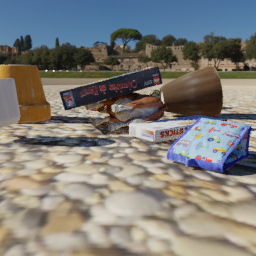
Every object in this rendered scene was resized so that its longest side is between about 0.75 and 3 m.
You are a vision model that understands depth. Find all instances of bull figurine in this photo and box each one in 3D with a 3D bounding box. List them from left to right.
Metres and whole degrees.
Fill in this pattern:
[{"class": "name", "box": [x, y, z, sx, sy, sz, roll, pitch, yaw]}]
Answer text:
[{"class": "bull figurine", "box": [-0.136, -0.523, 8.101, 1.706, 0.915, 2.810, -18, 10, -29]}]

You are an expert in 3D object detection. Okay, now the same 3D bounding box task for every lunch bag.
[{"class": "lunch bag", "box": [1.349, 0.329, 4.729, 0.980, 0.613, 1.302, 12, 25, 40]}]

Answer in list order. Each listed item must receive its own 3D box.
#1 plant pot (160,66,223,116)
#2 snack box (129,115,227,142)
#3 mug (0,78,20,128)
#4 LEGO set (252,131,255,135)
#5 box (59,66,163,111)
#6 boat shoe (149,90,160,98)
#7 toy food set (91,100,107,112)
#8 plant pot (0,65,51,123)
[{"class": "plant pot", "box": [2.158, -1.177, 10.074, 1.916, 1.790, 1.790, -10, 11, 0]}, {"class": "snack box", "box": [1.346, -0.035, 7.118, 2.629, 0.320, 0.945, -8, 13, -36]}, {"class": "mug", "box": [-2.919, -0.510, 6.356, 0.970, 0.994, 1.211, -18, 7, -15]}, {"class": "LEGO set", "box": [4.195, 0.238, 5.761, 1.932, 0.635, 2.586, -2, -1, -12]}, {"class": "box", "box": [-0.599, -1.143, 8.054, 2.708, 0.510, 1.849, -17, 10, -12]}, {"class": "boat shoe", "box": [1.465, -1.735, 15.398, 0.785, 0.663, 2.203, 1, 11, 7]}, {"class": "toy food set", "box": [-0.955, -0.861, 11.744, 1.393, 0.345, 2.192, -6, 20, -29]}, {"class": "plant pot", "box": [-3.598, -1.176, 9.300, 1.934, 1.771, 1.934, 0, 10, 0]}]
